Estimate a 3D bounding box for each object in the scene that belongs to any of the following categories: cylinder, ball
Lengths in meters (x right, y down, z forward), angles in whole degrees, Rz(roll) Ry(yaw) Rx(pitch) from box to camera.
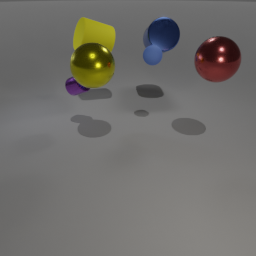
[{"bbox_3d":[1.451,-4.049,12.433,1.400,1.400,1.400,-3,10,-5],"label":"cylinder"},{"bbox_3d":[-1.097,-1.938,8.719,1.400,1.400,1.400,0,28,0],"label":"ball"},{"bbox_3d":[0.881,-2.596,10.011,0.700,0.700,0.700,0,28,0],"label":"ball"},{"bbox_3d":[-1.853,-1.617,10.438,0.700,0.700,0.700,-11,16,40],"label":"cylinder"},{"bbox_3d":[2.781,-2.125,8.725,1.400,1.400,1.400,0,28,0],"label":"ball"},{"bbox_3d":[-1.460,-3.830,11.989,1.400,1.400,1.400,7,22,-29],"label":"cylinder"}]
